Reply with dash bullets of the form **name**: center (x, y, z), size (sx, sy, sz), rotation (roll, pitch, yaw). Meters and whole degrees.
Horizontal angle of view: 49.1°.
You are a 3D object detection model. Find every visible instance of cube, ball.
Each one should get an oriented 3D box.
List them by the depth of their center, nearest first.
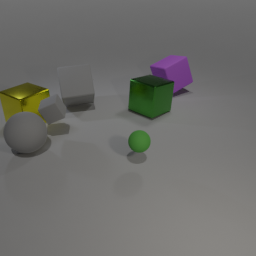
- **ball**: center (0.352, 0.415, 8.668), size (0.700, 0.700, 0.700), rotation (0, 29, 0)
- **ball**: center (-3.449, 0.149, 9.465), size (1.400, 1.400, 1.400), rotation (0, 29, 0)
- **cube**: center (-2.724, -0.682, 10.142), size (0.700, 0.700, 0.700), rotation (-22, 35, 9)
- **cube**: center (-4.132, -0.897, 11.458), size (1.400, 1.400, 1.400), rotation (19, 34, 31)
- **cube**: center (1.010, -1.431, 12.300), size (1.400, 1.400, 1.400), rotation (24, 32, 37)
- **cube**: center (-2.304, -1.880, 12.538), size (1.400, 1.400, 1.400), rotation (-9, -9, -10)
- **cube**: center (2.210, -2.757, 14.270), size (1.400, 1.400, 1.400), rotation (-30, 28, -16)
